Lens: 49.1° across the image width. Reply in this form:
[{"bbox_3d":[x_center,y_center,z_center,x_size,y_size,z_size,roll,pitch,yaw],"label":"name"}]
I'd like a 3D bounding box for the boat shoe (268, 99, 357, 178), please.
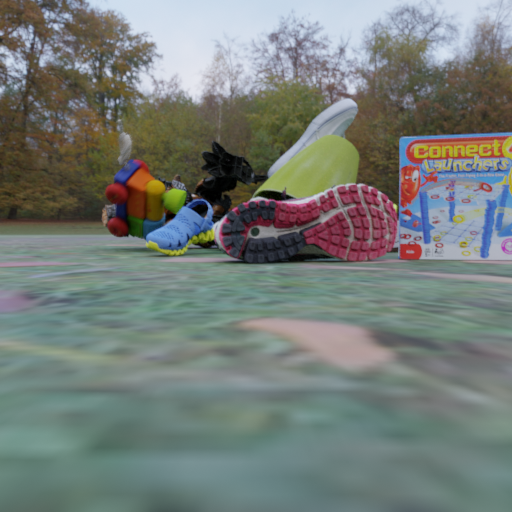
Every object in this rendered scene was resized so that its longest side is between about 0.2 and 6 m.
[{"bbox_3d":[1.255,-1.947,10.998,2.326,0.991,0.859,-42,-21,27],"label":"boat shoe"}]

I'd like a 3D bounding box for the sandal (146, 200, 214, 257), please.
[{"bbox_3d":[-1.192,-0.481,9.020,0.644,0.706,1.621,21,26,18],"label":"sandal"}]

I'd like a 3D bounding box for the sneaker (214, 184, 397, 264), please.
[{"bbox_3d":[0.677,-0.412,7.294,2.473,0.997,0.923,-1,1,-14],"label":"sneaker"}]

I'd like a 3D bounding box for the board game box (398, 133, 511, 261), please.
[{"bbox_3d":[2.824,-0.781,7.652,1.712,1.676,0.478,0,3,14],"label":"board game box"}]

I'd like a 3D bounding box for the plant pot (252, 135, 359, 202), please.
[{"bbox_3d":[1.053,-1.203,9.651,1.602,1.712,1.602,29,-22,13],"label":"plant pot"}]

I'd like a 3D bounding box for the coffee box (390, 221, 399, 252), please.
[{"bbox_3d":[2.045,-0.356,10.276,1.472,0.587,0.842,-1,3,-25],"label":"coffee box"}]

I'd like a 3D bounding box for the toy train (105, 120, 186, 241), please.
[{"bbox_3d":[-1.889,-1.204,10.142,1.381,2.386,1.010,21,47,7],"label":"toy train"}]

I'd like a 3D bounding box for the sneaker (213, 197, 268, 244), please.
[{"bbox_3d":[-0.035,-0.544,9.360,2.073,0.837,0.793,1,41,45],"label":"sneaker"}]

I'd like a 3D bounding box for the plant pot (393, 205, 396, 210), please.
[{"bbox_3d":[2.499,-0.612,11.918,0.953,0.865,0.948,0,12,16],"label":"plant pot"}]

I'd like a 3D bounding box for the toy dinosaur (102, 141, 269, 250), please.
[{"bbox_3d":[-1.111,-1.024,12.371,4.162,2.126,2.825,-24,0,-33],"label":"toy dinosaur"}]
